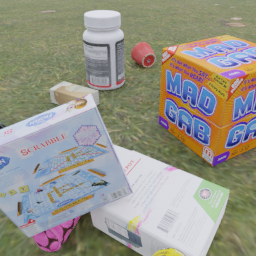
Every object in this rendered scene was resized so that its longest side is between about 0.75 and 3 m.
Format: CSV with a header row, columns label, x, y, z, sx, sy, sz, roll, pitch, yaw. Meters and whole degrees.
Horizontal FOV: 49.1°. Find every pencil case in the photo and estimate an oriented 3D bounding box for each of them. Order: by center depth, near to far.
label,x,y,z,sx,sy,sz,roll,pitch,yaw
pencil case,-1.396,1.740,6.043,0.754,0.778,1.662,-2,33,21

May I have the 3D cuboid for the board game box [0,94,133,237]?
label,x,y,z,sx,sy,sz,roll,pitch,yaw
board game box,-1.194,0.740,4.695,2.127,2.122,0.438,-22,39,-4

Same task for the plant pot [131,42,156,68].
label,x,y,z,sx,sy,sz,roll,pitch,yaw
plant pot,0.835,-3.578,13.979,1.096,1.096,0.970,-14,46,-20

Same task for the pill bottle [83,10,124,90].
label,x,y,z,sx,sy,sz,roll,pitch,yaw
pill bottle,-0.983,-3.197,11.579,1.663,2.920,1.663,0,34,0

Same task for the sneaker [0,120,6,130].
label,x,y,z,sx,sy,sz,roll,pitch,yaw
sneaker,-4.269,-0.074,8.992,1.406,0.583,0.499,28,44,35

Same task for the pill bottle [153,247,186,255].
label,x,y,z,sx,sy,sz,roll,pitch,yaw
pill bottle,0.551,2.186,3.994,0.719,1.284,0.719,-3,76,13

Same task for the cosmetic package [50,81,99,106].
label,x,y,z,sx,sy,sz,roll,pitch,yaw
cosmetic package,-2.029,-1.192,10.653,1.706,0.606,0.897,17,37,23

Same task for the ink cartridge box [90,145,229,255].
label,x,y,z,sx,sy,sz,roll,pitch,yaw
ink cartridge box,0.377,1.597,5.993,2.949,0.993,1.727,21,44,27

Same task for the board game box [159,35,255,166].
label,x,y,z,sx,sy,sz,roll,pitch,yaw
board game box,2.808,-0.996,8.490,2.657,2.658,2.659,-18,38,-24
